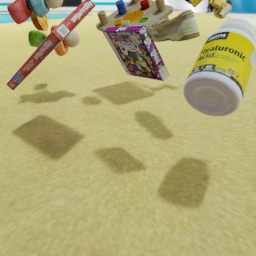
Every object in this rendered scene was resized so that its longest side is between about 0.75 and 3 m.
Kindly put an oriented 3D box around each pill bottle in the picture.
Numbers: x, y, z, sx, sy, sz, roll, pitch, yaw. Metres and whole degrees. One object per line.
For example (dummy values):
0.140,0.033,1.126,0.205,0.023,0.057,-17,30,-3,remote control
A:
1.657,-1.100,4.833,0.938,0.938,1.685,14,58,25,pill bottle

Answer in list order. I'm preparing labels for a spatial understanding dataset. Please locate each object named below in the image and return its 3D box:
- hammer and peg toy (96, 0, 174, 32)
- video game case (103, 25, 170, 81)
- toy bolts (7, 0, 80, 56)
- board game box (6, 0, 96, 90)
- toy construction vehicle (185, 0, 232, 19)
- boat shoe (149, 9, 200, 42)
0.478,-4.033,9.737,2.899,1.022,2.133,-40,48,-13,hammer and peg toy
0.143,-1.466,5.496,0.219,1.109,1.223,-46,37,-16,video game case
-2.654,-3.821,9.427,1.618,2.332,2.228,-10,64,9,toy bolts
-1.950,-1.910,6.734,2.823,0.275,1.453,-21,31,48,board game box
2.895,-4.703,9.380,1.915,1.668,0.675,49,6,24,toy construction vehicle
1.076,-2.587,7.122,0.757,0.653,2.075,-19,22,-11,boat shoe
